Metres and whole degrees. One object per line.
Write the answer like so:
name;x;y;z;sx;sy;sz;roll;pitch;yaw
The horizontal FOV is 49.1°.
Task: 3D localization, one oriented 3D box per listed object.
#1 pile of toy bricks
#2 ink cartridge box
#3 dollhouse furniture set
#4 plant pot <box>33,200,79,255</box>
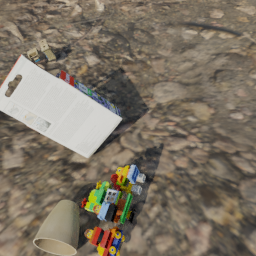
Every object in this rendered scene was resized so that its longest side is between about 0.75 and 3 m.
pile of toy bricks;-0.476;1.615;5.952;1.020;1.147;2.067;6;57;25
ink cartridge box;-1.664;-0.516;6.865;2.739;1.492;0.690;33;20;-25
dollhouse furniture set;-3.168;-2.737;10.201;0.794;0.560;0.557;-25;60;2
plant pot;-1.391;2.062;5.945;0.893;0.893;0.954;7;47;6
